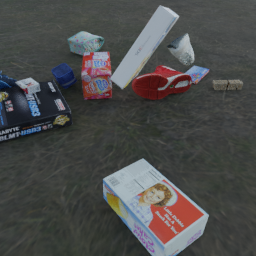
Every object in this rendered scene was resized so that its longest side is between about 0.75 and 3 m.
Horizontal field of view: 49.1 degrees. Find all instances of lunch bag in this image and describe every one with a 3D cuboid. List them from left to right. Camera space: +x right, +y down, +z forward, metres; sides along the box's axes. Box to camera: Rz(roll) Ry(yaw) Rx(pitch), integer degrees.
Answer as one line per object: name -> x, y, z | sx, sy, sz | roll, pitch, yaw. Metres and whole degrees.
lunch bag -> -3.041, -2.469, 13.348 | 0.818, 0.797, 1.204 | -32, 46, -13
lunch bag -> -2.453, -5.072, 16.652 | 1.456, 1.042, 1.709 | 25, 49, 31

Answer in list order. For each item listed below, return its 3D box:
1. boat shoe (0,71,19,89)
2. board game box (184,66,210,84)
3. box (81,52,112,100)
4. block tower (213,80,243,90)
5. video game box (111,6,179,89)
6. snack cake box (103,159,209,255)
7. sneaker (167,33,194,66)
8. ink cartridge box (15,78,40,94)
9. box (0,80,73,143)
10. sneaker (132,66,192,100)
boat shoe -> -5.402, -1.968, 11.999 | 0.799, 1.900, 0.652 | -19, 81, 6
board game box -> 3.384, -2.705, 14.172 | 0.881, 0.166, 1.710 | 21, 41, 28
box -> -1.430, -2.480, 12.960 | 1.288, 1.233, 2.583 | -3, 37, -5
block tower -> 4.622, -2.006, 13.071 | 1.318, 0.381, 0.356 | 0, 37, -3
video game box -> 0.647, -2.866, 9.828 | 0.652, 2.787, 2.539 | 36, 24, -4
snack cake box -> 0.605, 2.009, 7.246 | 1.425, 0.832, 2.477 | -22, 42, -30
sneaker -> 2.093, -2.820, 10.323 | 0.834, 0.975, 2.239 | -28, -1, 24
ink cartridge box -> -4.116, -1.703, 11.481 | 0.703, 0.336, 0.801 | -25, 42, -33
box -> -4.046, -0.797, 11.152 | 2.971, 0.744, 2.993 | -16, 40, -19
sneaker -> 1.265, -2.143, 12.865 | 2.977, 1.166, 1.720 | -4, 26, -27
